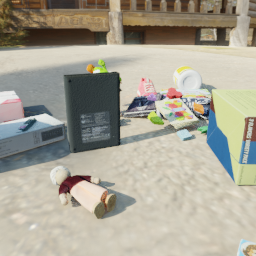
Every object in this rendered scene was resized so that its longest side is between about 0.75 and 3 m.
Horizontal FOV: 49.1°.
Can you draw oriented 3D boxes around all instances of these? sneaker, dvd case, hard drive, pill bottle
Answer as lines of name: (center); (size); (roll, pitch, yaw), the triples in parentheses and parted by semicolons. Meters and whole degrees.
sneaker: (0.927, -1.885, 13.849); (0.904, 1.064, 2.454); (-5, 22, -11)
dvd case: (0.699, -0.979, 11.991); (1.379, 0.148, 1.855); (-5, 28, 21)
sneaker: (2.397, -0.767, 11.237); (2.425, 0.850, 1.315); (-11, 21, -33)
hard drive: (-1.020, -0.473, 8.374); (1.619, 2.320, 0.381); (-8, 24, -20)
pill bottle: (3.267, -2.764, 15.772); (1.338, 1.338, 2.389); (0, 21, 0)

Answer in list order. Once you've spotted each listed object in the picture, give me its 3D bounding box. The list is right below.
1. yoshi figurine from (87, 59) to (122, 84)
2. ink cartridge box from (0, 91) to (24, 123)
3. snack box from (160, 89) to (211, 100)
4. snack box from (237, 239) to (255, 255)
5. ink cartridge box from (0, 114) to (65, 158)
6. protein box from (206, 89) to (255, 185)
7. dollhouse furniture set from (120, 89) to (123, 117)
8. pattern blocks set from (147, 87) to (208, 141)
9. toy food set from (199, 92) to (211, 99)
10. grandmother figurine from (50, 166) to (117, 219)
yoshi figurine: (-1.134, -2.049, 11.160); (1.132, 1.136, 2.022); (-35, 36, -29)
ink cartridge box: (-5.219, -0.874, 11.515); (1.424, 0.830, 1.968); (-11, 24, -27)
snack box: (2.683, -1.392, 13.193); (2.282, 0.604, 1.623); (2, 21, 4)
snack box: (2.603, 2.438, 3.331); (2.683, 0.498, 1.558); (11, 23, 26)
ink cartridge box: (-4.012, 0.109, 9.248); (2.983, 0.650, 2.589); (-18, 29, -39)
protein box: (3.863, 0.103, 7.600); (2.650, 1.788, 2.630); (0, 21, -1)
dollhouse furniture set: (-0.665, -0.861, 11.008); (1.167, 1.174, 1.665); (-8, 21, -20)
pattern blocks set: (1.800, -0.598, 10.316); (2.339, 0.216, 2.661); (-22, 49, -31)
toy food set: (4.396, -1.314, 12.308); (2.153, 0.432, 1.486); (10, 18, -27)
grandmother figurine: (-1.080, 1.322, 6.258); (1.816, 0.550, 1.101); (20, 19, 37)
